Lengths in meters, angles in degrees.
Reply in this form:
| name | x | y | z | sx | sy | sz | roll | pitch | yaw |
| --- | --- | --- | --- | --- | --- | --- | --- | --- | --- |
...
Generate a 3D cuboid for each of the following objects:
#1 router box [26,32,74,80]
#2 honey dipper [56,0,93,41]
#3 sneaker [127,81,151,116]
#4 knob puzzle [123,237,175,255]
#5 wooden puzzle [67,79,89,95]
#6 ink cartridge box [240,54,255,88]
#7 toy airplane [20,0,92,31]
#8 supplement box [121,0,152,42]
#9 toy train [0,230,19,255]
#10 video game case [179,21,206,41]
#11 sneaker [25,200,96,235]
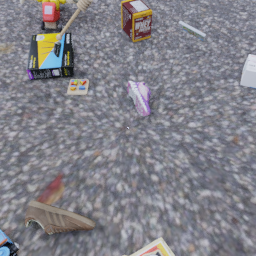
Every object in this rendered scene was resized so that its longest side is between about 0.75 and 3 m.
| name | x | y | z | sx | sy | sz | roll | pitch | yaw |
| --- | --- | --- | --- | --- | --- | --- | --- | --- | --- |
| router box | -3.073 | -2.944 | 11.313 | 1.714 | 0.587 | 2.298 | -6 | 51 | -5 |
| honey dipper | -1.985 | -3.866 | 10.007 | 0.388 | 2.041 | 0.388 | 31 | 36 | -26 |
| sneaker | 0.531 | -1.097 | 9.820 | 0.712 | 0.648 | 1.611 | -9 | 50 | -17 |
| knob puzzle | 0.418 | 3.737 | 6.024 | 2.426 | 0.336 | 2.426 | 0 | 51 | 0 |
| wooden puzzle | -1.858 | -1.570 | 10.459 | 0.736 | 0.184 | 0.795 | 0 | 51 | 0 |
| ink cartridge box | 4.767 | -2.125 | 10.545 | 0.748 | 0.744 | 1.019 | 17 | 53 | 13 |
| toy airplane | -3.466 | -5.964 | 12.904 | 2.725 | 1.931 | 2.737 | 37 | 55 | 23 |
| supplement box | 0.358 | -4.762 | 12.348 | 0.866 | 1.287 | 1.305 | -20 | 54 | -16 |
| toy train | -3.217 | 3.090 | 6.413 | 0.814 | 0.617 | 1.424 | 32 | 59 | 34 |
| video game case | 1.980 | -2.986 | 8.653 | 0.876 | 0.097 | 0.797 | 31 | 14 | 6 |
| sneaker | -1.719 | 2.395 | 7.064 | 1.824 | 0.642 | 0.689 | 13 | 72 | 13 |
